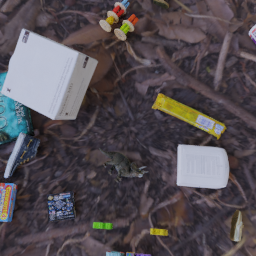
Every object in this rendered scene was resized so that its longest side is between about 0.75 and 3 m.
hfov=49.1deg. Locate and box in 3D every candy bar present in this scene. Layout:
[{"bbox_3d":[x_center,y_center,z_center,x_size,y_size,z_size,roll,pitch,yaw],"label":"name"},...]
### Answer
[{"bbox_3d":[2.264,-0.446,10.391,2.820,0.312,0.703,27,71,10],"label":"candy bar"}]

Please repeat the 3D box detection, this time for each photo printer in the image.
[{"bbox_3d":[2.597,1.331,9.691,1.737,0.603,1.445,4,72,1],"label":"photo printer"}]

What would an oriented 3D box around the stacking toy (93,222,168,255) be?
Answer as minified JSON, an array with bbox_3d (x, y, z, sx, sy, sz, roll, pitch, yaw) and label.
[{"bbox_3d":[0.001,4.057,8.886,2.436,0.572,1.837,5,70,4],"label":"stacking toy"}]

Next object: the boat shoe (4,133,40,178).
[{"bbox_3d":[-3.698,1.043,9.808,0.756,0.589,1.665,23,90,-22],"label":"boat shoe"}]

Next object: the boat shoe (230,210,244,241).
[{"bbox_3d":[3.624,3.234,9.244,0.327,0.365,0.985,20,74,-7],"label":"boat shoe"}]

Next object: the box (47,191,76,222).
[{"bbox_3d":[-2.256,2.651,9.470,0.907,0.225,0.900,-9,72,-3],"label":"box"}]

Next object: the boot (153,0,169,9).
[{"bbox_3d":[1.605,-5.658,12.124,0.772,0.292,0.882,30,74,9],"label":"boot"}]

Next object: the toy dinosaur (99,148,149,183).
[{"bbox_3d":[-0.268,1.286,9.781,1.803,0.694,0.922,40,65,18],"label":"toy dinosaur"}]

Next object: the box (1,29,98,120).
[{"bbox_3d":[-2.616,-1.728,9.429,2.287,1.495,2.275,26,101,15],"label":"box"}]

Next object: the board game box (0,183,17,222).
[{"bbox_3d":[-4.499,2.485,9.451,1.232,0.352,1.259,2,72,1],"label":"board game box"}]

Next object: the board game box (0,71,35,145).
[{"bbox_3d":[-4.685,-0.764,10.485,1.866,0.388,2.759,-16,73,-5],"label":"board game box"}]

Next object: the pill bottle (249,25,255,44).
[{"bbox_3d":[5.536,-3.495,11.155,0.796,0.796,1.417,-26,74,-8],"label":"pill bottle"}]

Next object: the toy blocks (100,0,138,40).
[{"bbox_3d":[-0.176,-4.578,11.616,1.343,0.585,1.612,33,75,11],"label":"toy blocks"}]
